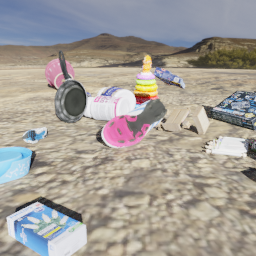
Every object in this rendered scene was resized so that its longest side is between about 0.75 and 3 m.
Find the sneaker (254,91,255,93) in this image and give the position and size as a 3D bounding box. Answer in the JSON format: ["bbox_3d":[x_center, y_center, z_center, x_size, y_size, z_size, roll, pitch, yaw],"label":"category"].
[{"bbox_3d":[5.521,-1.127,12.160,0.872,1.247,2.507,-6,17,-22],"label":"sneaker"}]

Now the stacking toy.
[{"bbox_3d":[0.881,-2.224,13.657,1.403,2.556,1.483,2,20,6],"label":"stacking toy"}]

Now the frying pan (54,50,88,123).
[{"bbox_3d":[-2.506,-1.505,11.280,1.711,2.829,0.460,-40,-21,23],"label":"frying pan"}]

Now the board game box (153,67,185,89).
[{"bbox_3d":[1.575,-1.773,10.176,1.042,0.321,1.042,24,4,22],"label":"board game box"}]

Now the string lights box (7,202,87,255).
[{"bbox_3d":[-1.224,1.530,4.184,1.123,0.331,0.577,11,19,34],"label":"string lights box"}]

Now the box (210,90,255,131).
[{"bbox_3d":[4.620,-0.773,11.040,1.705,0.493,2.145,-34,27,-17],"label":"box"}]

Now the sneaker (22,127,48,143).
[{"bbox_3d":[-3.054,0.241,8.912,0.502,0.434,1.157,-3,6,14],"label":"sneaker"}]

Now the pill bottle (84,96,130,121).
[{"bbox_3d":[-0.888,-0.785,11.357,1.772,1.005,1.005,6,16,28],"label":"pill bottle"}]

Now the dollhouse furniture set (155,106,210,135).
[{"bbox_3d":[1.758,-0.145,9.901,1.851,0.820,0.960,3,44,42],"label":"dollhouse furniture set"}]

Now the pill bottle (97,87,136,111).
[{"bbox_3d":[-0.611,-1.288,12.924,1.183,1.183,2.044,-8,17,-27],"label":"pill bottle"}]

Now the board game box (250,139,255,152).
[{"bbox_3d":[4.246,0.557,7.263,1.915,0.591,1.916,-5,16,-19],"label":"board game box"}]

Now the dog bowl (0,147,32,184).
[{"bbox_3d":[-3.092,0.910,6.188,1.955,0.485,1.090,-14,21,-40],"label":"dog bowl"}]

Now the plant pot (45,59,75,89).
[{"bbox_3d":[-4.870,-3.730,20.562,2.181,2.181,1.953,-6,33,-22],"label":"plant pot"}]

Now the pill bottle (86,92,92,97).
[{"bbox_3d":[-2.301,-1.687,15.517,0.578,0.578,1.033,1,16,3],"label":"pill bottle"}]

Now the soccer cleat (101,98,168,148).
[{"bbox_3d":[0.139,-0.023,9.080,2.924,1.021,1.262,-31,-4,-42],"label":"soccer cleat"}]

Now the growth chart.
[{"bbox_3d":[2.997,0.511,8.284,1.210,0.148,1.673,8,17,28],"label":"growth chart"}]
